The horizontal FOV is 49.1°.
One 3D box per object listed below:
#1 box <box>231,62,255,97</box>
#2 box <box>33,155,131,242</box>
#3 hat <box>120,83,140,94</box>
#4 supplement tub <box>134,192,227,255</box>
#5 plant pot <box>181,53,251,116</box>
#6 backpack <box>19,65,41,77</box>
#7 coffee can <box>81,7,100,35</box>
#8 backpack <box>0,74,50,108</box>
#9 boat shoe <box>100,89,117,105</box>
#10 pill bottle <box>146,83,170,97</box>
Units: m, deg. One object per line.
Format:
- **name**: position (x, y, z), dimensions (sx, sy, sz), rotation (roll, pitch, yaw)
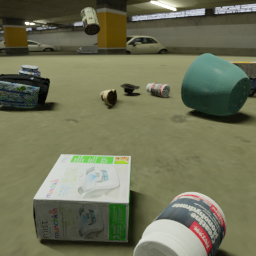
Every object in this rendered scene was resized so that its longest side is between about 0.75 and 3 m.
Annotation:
- **box**: position (5.749, -2.385, 13.659), dimensions (2.754, 1.640, 0.571), rotation (3, 18, 7)
- **box**: position (-0.621, 1.060, 4.537), dimensions (1.322, 0.724, 1.498), rotation (3, 19, 2)
- **hat**: position (0.085, -1.943, 14.241), dimensions (1.045, 0.422, 1.045), rotation (6, 21, -2)
- **supplement tub**: position (0.665, 1.364, 3.415), dimensions (0.806, 0.806, 1.148), rotation (11, 21, 31)
- **plant pot**: position (3.301, -1.437, 10.188), dimensions (2.169, 2.169, 1.741), rotation (-14, 32, -36)
- **backpack**: position (-6.277, -3.391, 17.808), dimensions (1.467, 1.130, 1.398), rotation (1, 28, -6)
- **coffee can**: position (-1.656, -4.681, 12.319), dimensions (0.696, 0.951, 0.696), rotation (-13, -20, -5)
- **backpack**: position (-4.480, -1.554, 11.533), dimensions (2.175, 1.672, 1.775), rotation (17, 20, -21)
- **boat shoe**: position (-0.891, -1.335, 12.118), dimensions (0.598, 0.664, 1.841), rotation (-6, 14, 8)
- **pill bottle**: position (1.465, -1.893, 13.794), dimensions (0.627, 0.627, 1.132), rotation (-17, 24, -41)
